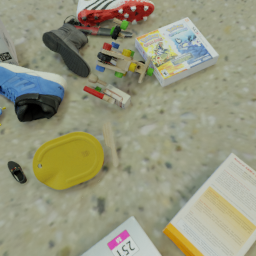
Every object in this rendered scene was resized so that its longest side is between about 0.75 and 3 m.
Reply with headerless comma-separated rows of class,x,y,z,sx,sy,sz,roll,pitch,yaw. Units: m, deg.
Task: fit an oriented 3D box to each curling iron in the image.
curling iron,-1.139,-3.683,10.324,2.660,0.340,0.659,11,66,5

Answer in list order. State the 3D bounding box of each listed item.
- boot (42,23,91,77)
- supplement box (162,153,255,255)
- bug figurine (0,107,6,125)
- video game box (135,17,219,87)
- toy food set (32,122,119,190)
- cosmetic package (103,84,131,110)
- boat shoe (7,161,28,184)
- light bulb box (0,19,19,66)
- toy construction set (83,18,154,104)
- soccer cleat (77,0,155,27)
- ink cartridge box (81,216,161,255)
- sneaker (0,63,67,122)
boot,-1.773,-2.795,9.681,2.071,0.723,1.363,46,48,-2
supplement box,2.435,2.228,7.211,2.726,1.002,1.718,-41,70,-17
bug figurine,-5.094,-0.703,8.671,2.305,0.593,1.787,39,54,15
video game box,1.675,-2.710,9.793,2.213,0.518,2.016,-25,65,-11
toy food set,-1.471,0.837,8.098,2.410,0.787,1.418,-19,91,-7
cosmetic package,-0.351,-1.002,9.045,0.841,0.435,0.367,30,71,14
boat shoe,-3.223,1.252,8.102,0.312,0.267,0.852,-38,69,-15
light bulb box,-4.873,-2.744,9.042,1.896,1.880,1.183,-18,66,-7
toy construction set,-0.139,-1.787,8.878,1.748,1.897,2.274,26,84,-2
soccer cleat,-0.484,-4.489,10.371,2.892,0.992,1.232,-9,70,1
ink cartridge box,-0.302,4.078,6.593,2.987,0.650,2.592,-34,68,-14
sneaker,-3.461,-1.022,8.683,2.829,1.086,1.574,9,57,-3
